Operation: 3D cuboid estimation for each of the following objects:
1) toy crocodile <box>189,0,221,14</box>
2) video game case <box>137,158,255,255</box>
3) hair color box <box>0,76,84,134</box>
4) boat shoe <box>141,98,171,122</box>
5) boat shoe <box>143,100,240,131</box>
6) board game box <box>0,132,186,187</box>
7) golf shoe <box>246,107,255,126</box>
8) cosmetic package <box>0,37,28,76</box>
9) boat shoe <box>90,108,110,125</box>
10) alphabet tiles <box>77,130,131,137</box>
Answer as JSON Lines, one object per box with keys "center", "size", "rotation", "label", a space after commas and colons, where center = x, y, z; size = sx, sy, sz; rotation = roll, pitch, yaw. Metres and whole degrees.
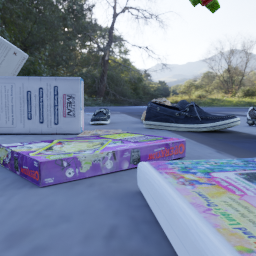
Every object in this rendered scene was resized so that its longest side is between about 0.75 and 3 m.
{"center": [2.202, -4.138, 8.105], "size": [0.942, 0.862, 2.790], "rotation": [-33, -12, 15], "label": "toy crocodile"}
{"center": [1.135, 0.441, 1.263], "size": [1.881, 0.245, 2.066], "rotation": [-1, 6, -8], "label": "video game case"}
{"center": [-2.205, -0.495, 6.103], "size": [2.429, 1.215, 0.735], "rotation": [0, 5, -3], "label": "hair color box"}
{"center": [1.043, -0.651, 9.978], "size": [0.915, 0.829, 2.569], "rotation": [1, 5, 15], "label": "boat shoe"}
{"center": [1.461, -0.318, 6.860], "size": [2.424, 0.755, 0.904], "rotation": [5, 5, 33], "label": "boat shoe"}
{"center": [-0.346, 0.265, 3.188], "size": [1.847, 0.298, 1.109], "rotation": [-4, 3, -40], "label": "board game box"}
{"center": [3.993, -0.328, 7.779], "size": [1.288, 0.608, 0.501], "rotation": [4, 5, 23], "label": "golf shoe"}
{"center": [-3.820, -2.019, 7.693], "size": [1.175, 1.182, 1.412], "rotation": [33, 1, 15], "label": "cosmetic package"}
{"center": [-0.882, -0.389, 8.964], "size": [0.619, 0.494, 1.637], "rotation": [0, 5, -2], "label": "boat shoe"}
{"center": [-0.461, 0.111, 5.966], "size": [1.036, 0.047, 1.240], "rotation": [0, 6, 0], "label": "alphabet tiles"}
